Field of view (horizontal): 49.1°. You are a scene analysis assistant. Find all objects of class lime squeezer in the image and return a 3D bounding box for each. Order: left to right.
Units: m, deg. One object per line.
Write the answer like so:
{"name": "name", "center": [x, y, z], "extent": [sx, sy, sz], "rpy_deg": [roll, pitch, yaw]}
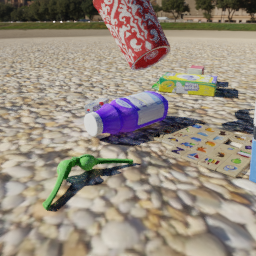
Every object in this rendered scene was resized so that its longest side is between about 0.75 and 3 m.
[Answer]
{"name": "lime squeezer", "center": [-0.983, 0.909, 6.246], "extent": [0.868, 0.464, 2.459], "rpy_deg": [19, 28, 39]}

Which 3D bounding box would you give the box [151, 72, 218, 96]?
{"name": "box", "center": [2.714, -2.160, 13.463], "extent": [2.942, 0.711, 1.726], "rpy_deg": [6, 23, 18]}

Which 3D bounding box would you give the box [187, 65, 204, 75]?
{"name": "box", "center": [3.572, -2.774, 14.742], "extent": [0.717, 0.841, 1.316], "rpy_deg": [8, 23, 18]}

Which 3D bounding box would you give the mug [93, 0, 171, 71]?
{"name": "mug", "center": [0.326, -3.274, 9.064], "extent": [1.700, 2.548, 2.262], "rpy_deg": [-31, -11, 28]}

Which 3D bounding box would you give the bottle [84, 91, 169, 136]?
{"name": "bottle", "center": [-0.014, -0.452, 8.861], "extent": [2.877, 0.939, 1.202], "rpy_deg": [-18, 38, -38]}

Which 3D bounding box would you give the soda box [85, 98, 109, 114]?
{"name": "soda box", "center": [-1.156, -0.821, 10.579], "extent": [0.394, 0.366, 1.154], "rpy_deg": [11, 24, 24]}

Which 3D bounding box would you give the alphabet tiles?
{"name": "alphabet tiles", "center": [2.111, 0.414, 7.917], "extent": [2.812, 0.106, 2.351], "rpy_deg": [18, 28, 37]}

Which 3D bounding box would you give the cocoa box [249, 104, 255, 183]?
{"name": "cocoa box", "center": [4.247, 0.054, 5.922], "extent": [2.979, 1.955, 1.987], "rpy_deg": [-27, 33, -34]}
